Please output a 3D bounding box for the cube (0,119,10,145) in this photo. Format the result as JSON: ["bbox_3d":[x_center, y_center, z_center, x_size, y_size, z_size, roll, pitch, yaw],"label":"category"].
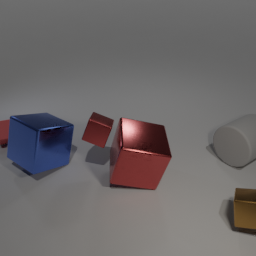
[{"bbox_3d":[-4.324,0.138,10.018,0.700,0.700,0.700,-11,-12,-17],"label":"cube"}]

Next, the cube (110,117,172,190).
[{"bbox_3d":[0.294,0.744,8.152,1.400,1.400,1.400,10,37,-11],"label":"cube"}]

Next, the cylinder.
[{"bbox_3d":[3.783,0.385,9.178,1.400,1.400,1.400,-21,36,-31],"label":"cylinder"}]

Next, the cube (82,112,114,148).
[{"bbox_3d":[-0.879,0.048,8.302,0.700,0.700,0.700,22,21,-5],"label":"cube"}]

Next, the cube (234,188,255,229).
[{"bbox_3d":[2.945,1.928,6.741,0.700,0.700,0.700,-1,14,24],"label":"cube"}]

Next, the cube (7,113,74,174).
[{"bbox_3d":[-2.748,0.413,8.805,1.400,1.400,1.400,22,19,32],"label":"cube"}]
